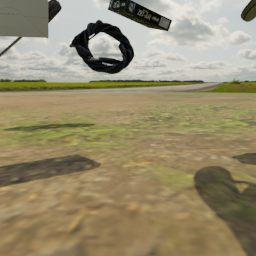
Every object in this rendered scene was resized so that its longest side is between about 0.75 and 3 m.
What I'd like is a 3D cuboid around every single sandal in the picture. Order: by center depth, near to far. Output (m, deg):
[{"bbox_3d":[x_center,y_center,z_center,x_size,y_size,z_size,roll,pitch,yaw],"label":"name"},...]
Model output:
[{"bbox_3d":[3.212,-2.759,5.526,0.831,1.156,2.911,41,-4,-5],"label":"sandal"}]

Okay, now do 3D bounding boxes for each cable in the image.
[{"bbox_3d":[-0.789,-3.290,11.147,2.311,0.719,2.832,33,48,5],"label":"cable"}]

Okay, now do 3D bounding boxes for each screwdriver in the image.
[{"bbox_3d":[-2.791,-2.264,7.145,2.807,0.392,0.408,-35,20,14],"label":"screwdriver"}]

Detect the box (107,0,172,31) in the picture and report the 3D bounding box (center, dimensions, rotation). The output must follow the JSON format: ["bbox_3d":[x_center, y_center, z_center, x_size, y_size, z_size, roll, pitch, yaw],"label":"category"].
[{"bbox_3d":[0.278,-2.771,6.870,1.298,0.283,1.040,12,17,-30],"label":"box"}]

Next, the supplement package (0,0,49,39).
[{"bbox_3d":[-2.435,-2.661,5.572,1.526,1.174,1.596,-4,40,-20],"label":"supplement package"}]
